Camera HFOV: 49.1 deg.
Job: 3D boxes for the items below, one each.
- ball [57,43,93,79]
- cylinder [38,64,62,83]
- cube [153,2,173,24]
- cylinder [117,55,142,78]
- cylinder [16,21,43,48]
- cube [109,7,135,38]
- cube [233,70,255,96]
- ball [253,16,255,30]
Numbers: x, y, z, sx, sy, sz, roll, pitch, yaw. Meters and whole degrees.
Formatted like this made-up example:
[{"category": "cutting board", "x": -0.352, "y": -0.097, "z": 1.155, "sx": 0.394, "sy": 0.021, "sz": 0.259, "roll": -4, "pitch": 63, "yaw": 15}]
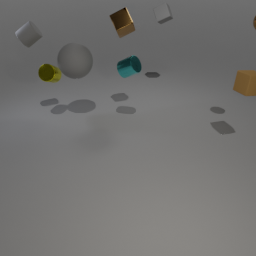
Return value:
[{"category": "ball", "x": -2.088, "y": -2.657, "z": 11.103, "sx": 1.400, "sy": 1.400, "sz": 1.400, "roll": 0, "pitch": 30, "yaw": 0}, {"category": "cylinder", "x": -3.122, "y": -2.181, "z": 11.237, "sx": 0.700, "sy": 0.700, "sz": 0.700, "roll": 5, "pitch": 6, "yaw": 8}, {"category": "cube", "x": 1.745, "y": -5.681, "z": 13.913, "sx": 0.700, "sy": 0.700, "sz": 0.700, "roll": -17, "pitch": 3, "yaw": 24}, {"category": "cylinder", "x": 0.050, "y": -2.361, "z": 10.825, "sx": 0.700, "sy": 0.700, "sz": 0.700, "roll": -13, "pitch": 18, "yaw": 38}, {"category": "cylinder", "x": -3.701, "y": -3.510, "z": 10.496, "sx": 0.700, "sy": 0.700, "sz": 0.700, "roll": -35, "pitch": 30, "yaw": 9}, {"category": "cube", "x": -0.204, "y": -4.024, "z": 10.746, "sx": 0.700, "sy": 0.700, "sz": 0.700, "roll": -25, "pitch": -9, "yaw": 6}, {"category": "cube", "x": 4.093, "y": -1.516, "z": 9.405, "sx": 0.700, "sy": 0.700, "sz": 0.700, "roll": -4, "pitch": 27, "yaw": -18}, {"category": "ball", "x": 4.442, "y": -3.464, "z": 9.092, "sx": 0.700, "sy": 0.700, "sz": 0.700, "roll": 0, "pitch": 30, "yaw": 0}]
